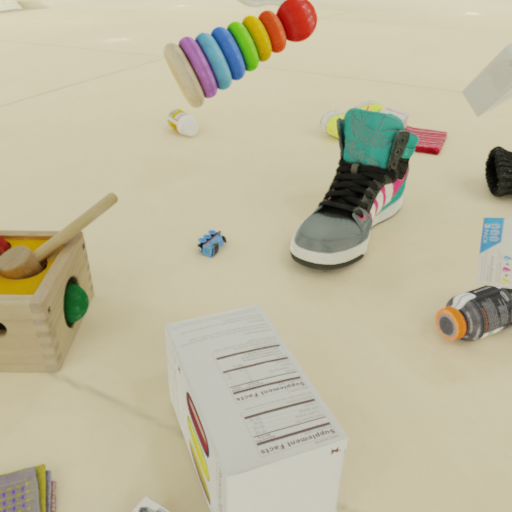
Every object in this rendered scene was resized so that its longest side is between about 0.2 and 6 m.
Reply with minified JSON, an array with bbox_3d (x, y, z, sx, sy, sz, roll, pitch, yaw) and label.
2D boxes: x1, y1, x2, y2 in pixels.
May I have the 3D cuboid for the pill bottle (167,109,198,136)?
[{"bbox_3d":[-1.825,-3.325,14.069,0.516,0.516,0.930,-18,36,-26],"label":"pill bottle"}]

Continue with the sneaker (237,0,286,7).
[{"bbox_3d":[-0.290,-4.610,9.161,1.305,0.718,1.782,36,31,25],"label":"sneaker"}]

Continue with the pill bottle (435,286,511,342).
[{"bbox_3d":[2.927,0.743,7.331,1.184,0.629,0.629,-14,34,-23],"label":"pill bottle"}]

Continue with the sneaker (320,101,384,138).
[{"bbox_3d":[2.566,-3.260,13.897,1.881,0.735,0.849,-20,43,-19],"label":"sneaker"}]

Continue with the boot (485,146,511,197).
[{"bbox_3d":[5.428,-1.329,10.363,1.843,0.927,2.465,8,21,-1],"label":"boot"}]

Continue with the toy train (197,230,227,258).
[{"bbox_3d":[-0.731,-0.209,9.261,0.348,0.264,0.609,22,35,17],"label":"toy train"}]

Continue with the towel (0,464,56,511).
[{"bbox_3d":[-2.441,2.722,4.469,1.565,0.248,2.180,-8,32,-14],"label":"towel"}]

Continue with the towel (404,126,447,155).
[{"bbox_3d":[3.986,-2.829,13.601,1.122,0.174,1.551,14,34,19],"label":"towel"}]

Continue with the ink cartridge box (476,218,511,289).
[{"bbox_3d":[2.958,0.006,5.680,0.440,0.747,1.298,4,2,-35],"label":"ink cartridge box"}]

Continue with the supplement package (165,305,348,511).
[{"bbox_3d":[-0.106,1.566,5.484,1.100,1.143,2.009,-10,33,-19],"label":"supplement package"}]

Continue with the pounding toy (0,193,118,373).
[{"bbox_3d":[-2.971,0.269,7.245,2.144,1.524,1.974,0,32,1],"label":"pounding toy"}]

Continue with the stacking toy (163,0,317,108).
[{"bbox_3d":[-0.089,-1.777,4.685,1.309,0.559,0.559,-29,36,-2],"label":"stacking toy"}]

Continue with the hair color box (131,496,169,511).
[{"bbox_3d":[-1.044,2.548,4.714,0.497,0.295,0.910,19,38,29],"label":"hair color box"}]

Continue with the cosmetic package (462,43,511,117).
[{"bbox_3d":[2.732,-1.958,6.034,0.527,0.370,1.039,-28,-6,-9],"label":"cosmetic package"}]

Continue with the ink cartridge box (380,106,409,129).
[{"bbox_3d":[3.193,-3.172,13.640,0.679,0.392,0.930,28,57,27],"label":"ink cartridge box"}]

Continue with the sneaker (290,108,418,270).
[{"bbox_3d":[1.699,-1.323,9.291,1.446,2.089,3.459,17,35,26],"label":"sneaker"}]
